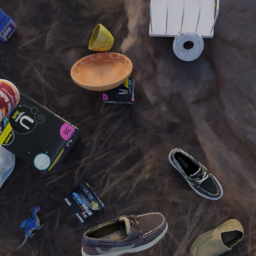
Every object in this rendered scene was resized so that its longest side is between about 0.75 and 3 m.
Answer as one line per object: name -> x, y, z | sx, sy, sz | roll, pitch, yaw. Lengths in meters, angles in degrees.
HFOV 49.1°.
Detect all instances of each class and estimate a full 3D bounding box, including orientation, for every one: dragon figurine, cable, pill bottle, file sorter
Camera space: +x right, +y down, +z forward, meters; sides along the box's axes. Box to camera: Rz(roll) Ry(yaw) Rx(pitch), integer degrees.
dragon figurine -> -3.930, 3.856, 11.071 | 0.831, 0.492, 1.671 | 43, 86, 3
cable -> 2.437, -3.347, 11.377 | 1.206, 0.418, 1.206 | 8, 129, 4
pill bottle -> -3.879, -0.636, 7.955 | 0.958, 1.678, 0.958 | 4, 124, 5
file sorter -> 2.145, -4.776, 10.956 | 2.582, 1.608, 1.792 | 4, 80, 8

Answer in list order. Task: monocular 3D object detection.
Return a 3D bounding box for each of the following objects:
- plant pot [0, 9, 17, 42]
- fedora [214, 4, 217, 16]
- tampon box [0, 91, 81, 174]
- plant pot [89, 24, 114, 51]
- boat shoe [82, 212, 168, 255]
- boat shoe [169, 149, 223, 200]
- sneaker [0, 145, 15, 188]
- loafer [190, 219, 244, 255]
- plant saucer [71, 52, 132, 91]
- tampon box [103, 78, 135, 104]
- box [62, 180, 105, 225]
plant pot -> -5.264, -4.233, 11.428 | 0.972, 1.081, 1.081 | 36, 86, -3
fedora -> 3.391, -4.965, 11.835 | 0.777, 0.317, 0.777 | 0, 79, 0
tampon box -> -3.526, 0.178, 10.752 | 2.671, 1.686, 2.002 | 32, 86, 2
plant pot -> -1.036, -3.582, 11.463 | 0.758, 1.067, 1.067 | 19, 85, -25
boat shoe -> -0.027, 2.914, 7.883 | 2.647, 0.952, 0.858 | -12, 122, -21
boat shoe -> 2.685, 1.874, 11.039 | 2.658, 0.846, 0.940 | 41, 87, 3
sneaker -> -5.289, 1.805, 10.972 | 0.955, 1.008, 2.497 | 24, 85, 3
loafer -> 3.463, 4.417, 10.865 | 2.391, 0.806, 0.909 | -38, 87, -3
plant saucer -> -1.013, -2.188, 10.996 | 2.402, 0.450, 2.402 | -3, 45, 3
tampon box -> -0.358, -1.496, 11.332 | 1.245, 0.786, 0.933 | 2, 86, 0
box -> -1.770, 2.976, 11.218 | 1.113, 0.322, 1.401 | -38, 87, -3
